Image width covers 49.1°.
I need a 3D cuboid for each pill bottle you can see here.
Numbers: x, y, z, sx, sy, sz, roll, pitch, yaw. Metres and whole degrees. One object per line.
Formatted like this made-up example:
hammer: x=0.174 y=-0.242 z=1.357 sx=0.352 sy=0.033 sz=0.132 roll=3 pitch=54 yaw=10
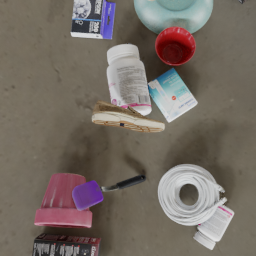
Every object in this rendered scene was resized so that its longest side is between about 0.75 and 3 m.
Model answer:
pill bottle: x=2.749 y=3.119 z=9.042 sx=0.783 sy=0.783 sz=1.382 roll=31 pitch=82 yaw=4
pill bottle: x=-0.014 y=-1.533 z=9.444 sx=1.289 sy=1.289 sz=2.274 roll=-9 pitch=82 yaw=-1

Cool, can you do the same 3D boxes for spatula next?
spatula: x=-0.483 y=1.868 z=8.881 sx=2.654 sy=0.273 sz=0.750 roll=-9 pitch=56 yaw=-36

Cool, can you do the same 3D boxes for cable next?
cable: x=1.936 y=2.100 z=8.954 sx=1.890 sy=0.654 sz=1.890 roll=-46 pitch=63 yaw=10

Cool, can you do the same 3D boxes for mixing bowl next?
mixing bowl: x=1.622 y=-2.751 z=9.890 sx=1.382 sy=0.748 sz=1.382 roll=0 pitch=81 yaw=1

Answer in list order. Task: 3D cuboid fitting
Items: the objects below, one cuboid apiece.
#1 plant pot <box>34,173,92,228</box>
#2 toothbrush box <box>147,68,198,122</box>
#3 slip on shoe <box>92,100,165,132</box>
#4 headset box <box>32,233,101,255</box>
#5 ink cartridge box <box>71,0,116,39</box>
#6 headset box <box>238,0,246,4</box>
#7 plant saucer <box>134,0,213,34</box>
plant pot: x=-1.956 y=2.297 z=8.829 sx=1.707 sy=1.707 sz=1.528 roll=2 pitch=66 yaw=0
toothbrush box: x=1.495 y=-1.121 z=9.717 sx=1.096 sy=0.638 sz=1.497 roll=-32 pitch=85 yaw=-4
slip on shoe: x=0.045 y=-0.327 z=8.041 sx=2.104 sy=0.800 sz=0.637 roll=8 pitch=75 yaw=-4
headset box: x=-1.834 y=4.348 z=8.823 sx=2.258 sy=0.872 sz=1.680 roll=4 pitch=82 yaw=0
ink cartridge box: x=-1.271 y=-4.065 z=10.295 sx=1.512 sy=0.328 sz=1.498 roll=4 pitch=81 yaw=-1
headset box: x=4.377 y=-5.229 z=10.437 sx=0.934 sy=0.361 sz=0.695 roll=-44 pitch=84 yaw=-4
plant saucer: x=1.712 y=-4.863 z=10.288 sx=3.004 sy=0.578 sz=3.004 roll=0 pitch=82 yaw=1
